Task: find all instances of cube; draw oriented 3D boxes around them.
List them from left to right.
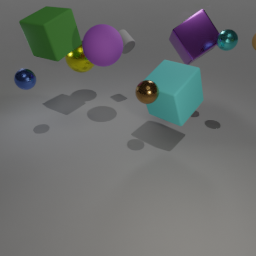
[{"bbox_3d":[-2.816,-3.503,10.360,1.400,1.400,1.400,19,51,31],"label":"cube"},{"bbox_3d":[1.477,-1.176,9.244,1.400,1.400,1.400,25,61,37],"label":"cube"},{"bbox_3d":[2.644,-3.543,11.176,1.400,1.400,1.400,-34,2,4],"label":"cube"}]

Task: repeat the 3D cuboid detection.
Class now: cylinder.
[{"bbox_3d":[-0.172,-3.533,11.469,0.700,0.700,0.700,-25,69,-35],"label":"cylinder"}]

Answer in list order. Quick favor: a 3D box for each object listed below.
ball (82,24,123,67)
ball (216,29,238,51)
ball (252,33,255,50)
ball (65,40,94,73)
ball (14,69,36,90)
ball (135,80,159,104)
[{"bbox_3d":[-0.868,-2.835,9.658,1.400,1.400,1.400,0,31,0],"label":"ball"},{"bbox_3d":[3.360,-2.974,9.487,0.700,0.700,0.700,0,31,0],"label":"ball"},{"bbox_3d":[4.089,-2.609,8.383,0.700,0.700,0.700,0,31,0],"label":"ball"},{"bbox_3d":[-2.103,-3.184,12.519,1.400,1.400,1.400,0,31,0],"label":"ball"},{"bbox_3d":[-3.412,-1.619,9.308,0.700,0.700,0.700,0,31,0],"label":"ball"},{"bbox_3d":[0.565,-1.054,8.226,0.700,0.700,0.700,0,31,0],"label":"ball"}]
